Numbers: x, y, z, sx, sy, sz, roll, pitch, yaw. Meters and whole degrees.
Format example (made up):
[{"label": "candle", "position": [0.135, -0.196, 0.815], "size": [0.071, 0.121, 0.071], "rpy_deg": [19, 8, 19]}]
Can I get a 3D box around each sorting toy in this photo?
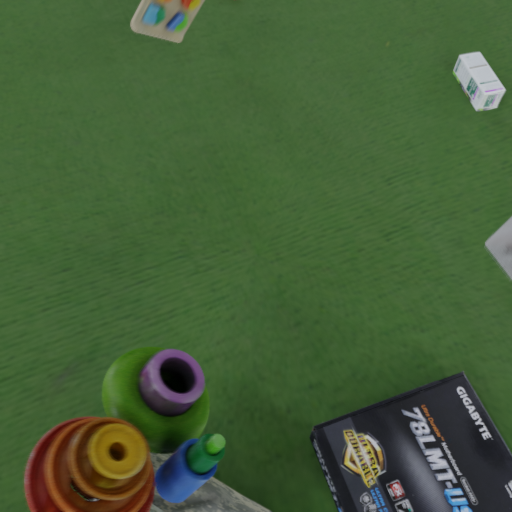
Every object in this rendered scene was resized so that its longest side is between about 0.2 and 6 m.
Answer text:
[{"label": "sorting toy", "position": [-0.932, 1.544, 5.048], "size": [1.376, 0.940, 2.289], "rpy_deg": [39, 36, -1]}, {"label": "sorting toy", "position": [-1.331, -4.001, 8.962], "size": [1.078, 1.164, 0.212], "rpy_deg": [-8, 55, -48]}]

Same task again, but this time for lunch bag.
[{"label": "lunch bag", "position": [-0.758, 2.990, 5.969], "size": [2.049, 1.719, 1.428], "rpy_deg": [27, 63, 15]}]

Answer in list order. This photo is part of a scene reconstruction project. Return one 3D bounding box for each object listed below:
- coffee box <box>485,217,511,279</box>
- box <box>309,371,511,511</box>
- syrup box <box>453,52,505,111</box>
[{"label": "coffee box", "position": [2.884, -0.139, 4.599], "size": [0.971, 1.718, 0.686], "rpy_deg": [-42, 100, -5]}, {"label": "box", "position": [2.068, 2.800, 6.793], "size": [2.201, 0.551, 2.218], "rpy_deg": [-17, 61, -9]}, {"label": "syrup box", "position": [4.158, -3.266, 10.488], "size": [0.445, 0.430, 1.093], "rpy_deg": [-11, 60, -7]}]
